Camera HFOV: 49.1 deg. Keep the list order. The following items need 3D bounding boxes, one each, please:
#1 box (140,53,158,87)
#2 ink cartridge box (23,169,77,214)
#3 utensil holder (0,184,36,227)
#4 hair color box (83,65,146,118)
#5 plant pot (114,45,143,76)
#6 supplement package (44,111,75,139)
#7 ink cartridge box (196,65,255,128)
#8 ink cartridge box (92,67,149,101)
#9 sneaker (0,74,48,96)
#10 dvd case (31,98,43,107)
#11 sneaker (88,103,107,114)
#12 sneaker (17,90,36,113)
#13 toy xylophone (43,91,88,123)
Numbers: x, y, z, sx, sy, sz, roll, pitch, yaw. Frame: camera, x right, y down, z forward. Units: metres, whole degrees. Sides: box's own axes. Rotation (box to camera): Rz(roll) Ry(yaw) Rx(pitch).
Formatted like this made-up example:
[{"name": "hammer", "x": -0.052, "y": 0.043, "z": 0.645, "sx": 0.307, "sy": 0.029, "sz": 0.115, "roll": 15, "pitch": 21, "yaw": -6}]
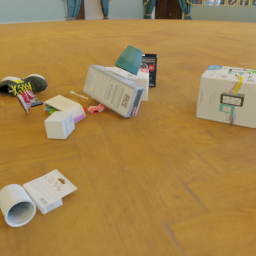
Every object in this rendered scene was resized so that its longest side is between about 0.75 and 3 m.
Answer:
[{"name": "box", "x": 0.720, "y": -3.375, "z": 16.307, "sx": 1.925, "sy": 1.753, "sz": 1.002, "roll": 3, "pitch": 28, "yaw": 6}, {"name": "ink cartridge box", "x": -2.217, "y": 1.775, "z": 7.990, "sx": 1.094, "sy": 0.278, "sz": 1.242, "roll": -23, "pitch": 36, "yaw": -35}, {"name": "utensil holder", "x": -2.871, "y": 1.953, "z": 7.182, "sx": 0.746, "sy": 0.746, "sz": 0.878, "roll": -18, "pitch": 30, "yaw": -31}, {"name": "hair color box", "x": -0.701, "y": -1.743, "z": 12.873, "sx": 2.820, "sy": 1.396, "sz": 0.855, "roll": 32, "pitch": 25, "yaw": 29}, {"name": "plant pot", "x": 0.114, "y": -3.150, "z": 12.855, "sx": 1.163, "sy": 1.093, "sz": 1.163, "roll": 24, "pitch": 8, "yaw": -3}, {"name": "supplement package", "x": -2.681, "y": -0.127, "z": 11.081, "sx": 0.761, "sy": 0.755, "sz": 1.003, "roll": 2, "pitch": 25, "yaw": 12}, {"name": "ink cartridge box", "x": 4.653, "y": -1.441, "z": 12.315, "sx": 2.694, "sy": 1.968, "sz": 1.977, "roll": 13, "pitch": 31, "yaw": 23}, {"name": "ink cartridge box", "x": -0.383, "y": -2.418, "z": 15.020, "sx": 2.952, "sy": 1.222, "sz": 2.162, "roll": 2, "pitch": 27, "yaw": 4}, {"name": "sneaker", "x": -5.650, "y": -2.110, "z": 14.884, "sx": 2.836, "sy": 1.056, "sz": 1.200, "roll": -2, "pitch": 32, "yaw": 15}, {"name": "dvd case", "x": -4.747, "y": -1.280, "z": 14.097, "sx": 0.644, "sy": 0.079, "sz": 0.903, "roll": -21, "pitch": 34, "yaw": -33}, {"name": "sneaker", "x": -1.343, "y": -0.863, "z": 13.091, "sx": 1.016, "sy": 0.375, "sz": 0.441, "roll": -19, "pitch": 43, "yaw": -21}, {"name": "sneaker", "x": -4.453, "y": -1.203, "z": 12.524, "sx": 0.453, "sy": 1.271, "sz": 0.715, "roll": 40, "pitch": 65, "yaw": 16}, {"name": "toy xylophone", "x": -2.781, "y": -0.981, "z": 12.792, "sx": 1.717, "sy": 0.589, "sz": 2.345, "roll": -28, "pitch": 39, "yaw": -28}]
